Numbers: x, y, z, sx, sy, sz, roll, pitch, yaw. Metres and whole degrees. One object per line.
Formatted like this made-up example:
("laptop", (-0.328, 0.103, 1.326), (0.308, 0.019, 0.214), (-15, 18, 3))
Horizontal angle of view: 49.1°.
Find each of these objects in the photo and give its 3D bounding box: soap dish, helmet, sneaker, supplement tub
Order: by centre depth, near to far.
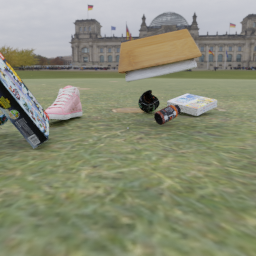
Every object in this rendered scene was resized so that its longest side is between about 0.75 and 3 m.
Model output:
("supplement tub", (1.268, -0.450, 8.848), (0.842, 0.450, 0.450), (-27, 24, -26))
("soap dish", (0.836, -2.231, 8.923), (2.306, 1.191, 2.931), (-11, 10, 3))
("sneaker", (-2.242, -0.862, 9.542), (0.821, 1.140, 2.182), (-1, 8, 16))
("helmet", (0.854, -1.039, 11.343), (0.887, 0.887, 0.846), (1, -21, 5))

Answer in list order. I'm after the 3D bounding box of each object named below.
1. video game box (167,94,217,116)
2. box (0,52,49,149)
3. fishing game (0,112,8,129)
("video game box", (2.553, -0.964, 11.226), (1.353, 0.348, 1.486), (-25, 31, -36))
("box", (-2.623, -0.744, 6.443), (0.438, 2.196, 1.504), (-32, 28, 0))
("fishing game", (-3.466, -0.145, 7.531), (0.948, 0.147, 0.679), (-41, -9, 31))
